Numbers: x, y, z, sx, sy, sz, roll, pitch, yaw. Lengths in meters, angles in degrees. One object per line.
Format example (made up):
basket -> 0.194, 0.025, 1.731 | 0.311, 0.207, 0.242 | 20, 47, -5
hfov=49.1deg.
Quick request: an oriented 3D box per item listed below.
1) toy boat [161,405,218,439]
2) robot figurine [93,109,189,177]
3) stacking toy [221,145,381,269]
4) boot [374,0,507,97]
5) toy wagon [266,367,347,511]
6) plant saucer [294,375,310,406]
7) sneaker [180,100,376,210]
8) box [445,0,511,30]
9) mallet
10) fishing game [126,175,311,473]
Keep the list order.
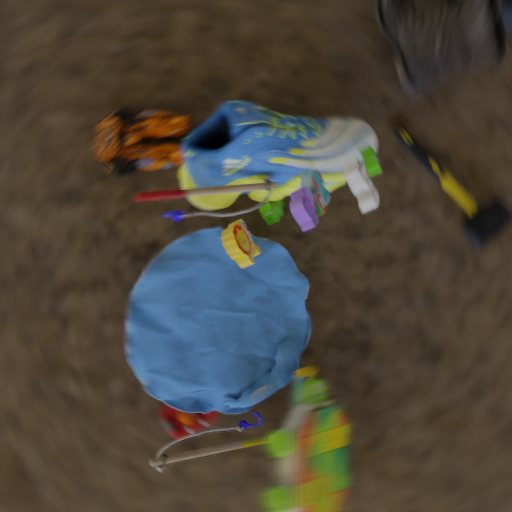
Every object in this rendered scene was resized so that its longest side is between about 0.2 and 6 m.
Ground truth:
toy boat -> -1.065, 2.510, 8.904 | 0.950, 0.621, 0.620 | -31, 85, -3
robot figurine -> -1.952, -1.947, 9.439 | 1.629, 0.474, 1.181 | -1, 82, 0
stacking toy -> 0.742, -0.865, 7.986 | 1.983, 2.630, 0.618 | -25, 103, 22
boot -> 2.930, -3.715, 8.788 | 0.763, 1.919, 2.204 | -21, 93, -30
toy wagon -> 0.840, 2.809, 8.370 | 0.444, 1.740, 2.243 | -2, 82, 37
plant saucer -> 0.720, 2.748, 8.784 | 0.172, 0.635, 1.818 | -2, 79, 16
sneaker -> 0.341, -1.691, 8.698 | 3.266, 1.716, 1.237 | -18, 64, -2
box -> 4.207, -4.619, 9.605 | 1.759, 0.694, 1.241 | 3, 81, 0
mallet -> 3.137, -1.152, 9.424 | 2.417, 0.497, 0.796 | 42, 89, 9
fishing game -> -0.514, 0.985, 8.632 | 3.051, 0.662, 4.260 | -9, 100, -22
